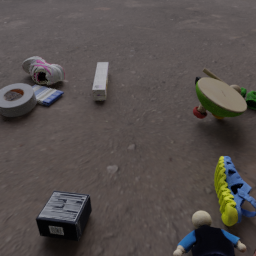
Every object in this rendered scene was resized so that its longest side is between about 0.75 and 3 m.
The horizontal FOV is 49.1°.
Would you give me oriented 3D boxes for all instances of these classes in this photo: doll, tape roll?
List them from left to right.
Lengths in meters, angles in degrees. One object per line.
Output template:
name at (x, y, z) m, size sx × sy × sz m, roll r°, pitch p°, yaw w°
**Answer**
tape roll at (-4.701, -1.191, 11.741) m, size 1.610 × 0.532 × 1.610 m, roll -1°, pitch 46°, yaw 1°
doll at (1.875, 2.927, 6.363) m, size 1.679 × 0.596 × 2.460 m, roll -2°, pitch 37°, yaw 1°

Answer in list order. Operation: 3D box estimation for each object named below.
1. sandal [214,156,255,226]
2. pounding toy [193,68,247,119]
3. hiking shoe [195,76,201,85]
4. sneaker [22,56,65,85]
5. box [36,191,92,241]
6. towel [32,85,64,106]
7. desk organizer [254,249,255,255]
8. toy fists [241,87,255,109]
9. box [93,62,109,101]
sandal at (2.986, 1.716, 7.832) m, size 0.944 × 0.862 × 2.168 m, roll 1°, pitch 46°, yaw 3°
pounding toy at (3.437, -1.028, 11.116) m, size 2.054 × 1.235 × 2.661 m, roll 28°, pitch 38°, yaw 2°
hiking shoe at (3.634, -2.039, 13.230) m, size 0.597 × 0.449 × 1.186 m, roll -6°, pitch 45°, yaw -23°
sneaker at (-4.331, -2.767, 13.659) m, size 2.444 × 0.994 × 1.078 m, roll 18°, pitch 38°, yaw 23°
box at (-1.586, 2.217, 7.153) m, size 1.052 × 0.648 × 1.044 m, roll 4°, pitch 30°, yaw 12°
towel at (-3.897, -1.489, 12.616) m, size 1.648 × 0.196 × 1.211 m, roll 15°, pitch 39°, yaw 19°
desk organizer at (3.622, 3.335, 5.644) m, size 2.322 × 0.833 × 0.894 m, roll 26°, pitch 46°, yaw 31°
toy fists at (5.122, -1.360, 12.164) m, size 1.565 × 0.538 × 0.798 m, roll 25°, pitch 41°, yaw 31°
box at (-1.268, -2.289, 13.365) m, size 0.608 × 0.568 × 2.936 m, roll -1°, pitch 37°, yaw -1°
